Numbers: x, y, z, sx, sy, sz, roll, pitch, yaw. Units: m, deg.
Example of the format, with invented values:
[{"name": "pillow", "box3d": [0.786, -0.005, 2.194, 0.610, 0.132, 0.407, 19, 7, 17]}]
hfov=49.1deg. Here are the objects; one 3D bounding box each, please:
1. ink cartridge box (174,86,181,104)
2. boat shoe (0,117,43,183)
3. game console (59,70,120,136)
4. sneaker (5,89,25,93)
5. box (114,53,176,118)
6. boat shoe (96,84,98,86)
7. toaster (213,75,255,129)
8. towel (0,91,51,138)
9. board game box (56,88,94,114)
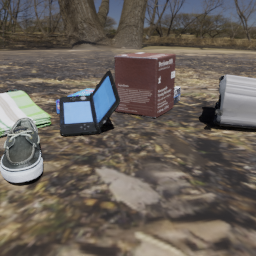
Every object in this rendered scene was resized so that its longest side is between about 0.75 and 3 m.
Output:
[{"name": "ink cartridge box", "box3d": [2.029, -1.414, 12.033, 0.248, 0.630, 1.267, 10, 23, 26]}, {"name": "boat shoe", "box3d": [-2.506, 0.391, 6.484, 0.899, 0.884, 2.494, -7, 21, -20]}, {"name": "game console", "box3d": [-1.284, -0.841, 8.744, 1.774, 1.174, 2.017, -4, 39, -11]}, {"name": "sneaker", "box3d": [-4.452, -1.310, 11.042, 1.093, 0.412, 0.433, 4, -16, 43]}, {"name": "box", "box3d": [0.658, -1.681, 10.551, 1.736, 2.115, 1.754, 11, 23, 29]}, {"name": "boat shoe", "box3d": [-1.282, -2.206, 14.807, 0.866, 0.287, 0.324, 7, 20, 18]}, {"name": "toaster", "box3d": [3.751, -0.848, 9.049, 1.752, 1.542, 2.713, 8, 18, 16]}, {"name": "towel", "box3d": [-4.217, -0.488, 8.657, 2.990, 0.459, 2.231, -19, 47, -43]}, {"name": "board game box", "box3d": [-1.349, -1.035, 11.047, 1.869, 0.553, 2.458, 7, 20, 19]}]
